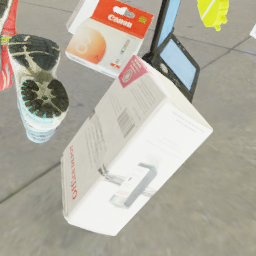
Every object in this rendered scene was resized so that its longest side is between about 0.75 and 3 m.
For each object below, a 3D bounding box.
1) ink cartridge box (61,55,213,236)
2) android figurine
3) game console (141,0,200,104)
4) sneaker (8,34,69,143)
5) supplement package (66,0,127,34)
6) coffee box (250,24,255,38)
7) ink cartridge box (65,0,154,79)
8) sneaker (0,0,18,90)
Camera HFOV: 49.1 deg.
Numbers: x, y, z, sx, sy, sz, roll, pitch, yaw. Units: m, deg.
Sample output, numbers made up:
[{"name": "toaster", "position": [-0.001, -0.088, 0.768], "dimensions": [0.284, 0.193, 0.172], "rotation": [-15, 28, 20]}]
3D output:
[{"name": "ink cartridge box", "position": [-0.057, 0.234, 3.993], "dimensions": [0.879, 2.073, 1.510], "rotation": [30, 21, -29]}, {"name": "android figurine", "position": [2.610, -3.977, 8.657], "dimensions": [0.392, 1.738, 1.909], "rotation": [-12, 79, -10]}, {"name": "game console", "position": [1.127, -1.750, 5.453], "dimensions": [1.847, 1.222, 2.100], "rotation": [47, 35, -11]}, {"name": "sneaker", "position": [-2.070, -0.936, 6.098], "dimensions": [1.105, 1.229, 2.848], "rotation": [4, 49, -26]}, {"name": "supplement package", "position": [-0.980, -3.355, 8.458], "dimensions": [1.149, 1.475, 0.818], "rotation": [26, 21, -30]}, {"name": "coffee box", "position": [4.287, -2.857, 7.020], "dimensions": [1.410, 1.394, 1.408], "rotation": [39, 71, 15]}, {"name": "ink cartridge box", "position": [-0.437, -2.471, 7.357], "dimensions": [1.665, 2.053, 0.515], "rotation": [24, -4, 6]}, {"name": "sneaker", "position": [-2.964, -2.139, 6.528], "dimensions": [1.025, 2.663, 1.131], "rotation": [26, 19, 16]}]
